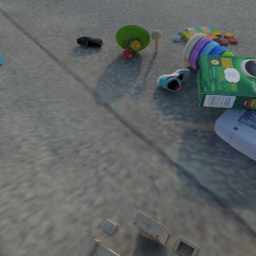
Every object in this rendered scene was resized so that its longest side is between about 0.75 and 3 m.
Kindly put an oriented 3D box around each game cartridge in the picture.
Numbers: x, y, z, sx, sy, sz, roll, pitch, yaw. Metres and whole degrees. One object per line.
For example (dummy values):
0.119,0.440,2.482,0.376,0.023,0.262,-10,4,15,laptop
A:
3.678,0.220,7.032,2.692,0.550,1.792,32,47,31,game cartridge

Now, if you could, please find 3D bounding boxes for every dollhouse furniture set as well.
0.106,2.457,4.672,1.566,0.897,1.837,23,71,22,dollhouse furniture set

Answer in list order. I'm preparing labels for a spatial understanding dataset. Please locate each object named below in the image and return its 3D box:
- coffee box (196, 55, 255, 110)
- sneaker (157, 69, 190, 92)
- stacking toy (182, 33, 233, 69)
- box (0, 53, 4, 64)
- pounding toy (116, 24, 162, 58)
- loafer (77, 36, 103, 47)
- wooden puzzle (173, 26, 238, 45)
3.338,-1.250,7.729,2.751,0.605,1.691,3,51,5,coffee box
1.592,-1.526,8.974,1.159,0.485,0.700,-21,40,-11,sneaker
3.222,-2.087,9.225,1.191,1.191,2.789,-34,56,-32,stacking toy
-5.440,-2.647,10.313,1.647,0.405,0.678,21,46,22,box
0.348,-3.056,10.378,1.685,1.301,0.782,6,67,2,pounding toy
-1.542,-3.422,11.231,1.076,0.387,0.339,3,46,0,loafer
3.205,-3.896,11.884,2.679,0.188,1.589,-8,42,-9,wooden puzzle
